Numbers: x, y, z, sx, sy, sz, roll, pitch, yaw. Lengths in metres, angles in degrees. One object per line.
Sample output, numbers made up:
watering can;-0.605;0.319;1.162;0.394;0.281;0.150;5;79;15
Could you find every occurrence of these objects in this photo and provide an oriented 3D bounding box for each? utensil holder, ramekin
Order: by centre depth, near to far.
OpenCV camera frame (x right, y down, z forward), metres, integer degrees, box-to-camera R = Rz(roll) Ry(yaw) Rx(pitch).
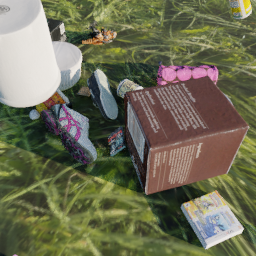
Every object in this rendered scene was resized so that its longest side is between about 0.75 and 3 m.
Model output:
utensil holder;-3.223;-2.250;7.970;2.224;2.617;2.224;2;57;-3
ramekin;-3.031;-2.476;11.504;2.370;1.104;2.370;0;47;0

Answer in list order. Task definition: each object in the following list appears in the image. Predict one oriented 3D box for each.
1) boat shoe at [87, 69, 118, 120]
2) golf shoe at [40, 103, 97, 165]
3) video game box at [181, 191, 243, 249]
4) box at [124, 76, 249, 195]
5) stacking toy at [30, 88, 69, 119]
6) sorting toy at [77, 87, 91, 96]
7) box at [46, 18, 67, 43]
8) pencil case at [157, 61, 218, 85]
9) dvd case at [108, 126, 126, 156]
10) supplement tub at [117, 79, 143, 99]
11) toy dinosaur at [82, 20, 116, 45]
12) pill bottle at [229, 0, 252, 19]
boat shoe;-1.008;-1.157;10.582;0.698;0.875;2.314;-33;51;25
golf shoe;-1.744;0.023;9.234;1.296;1.022;2.815;-30;54;-25
video game box;2.231;2.417;7.512;1.136;0.292;1.247;-16;49;-17
box;1.463;0.192;8.234;2.720;2.234;2.257;-12;48;-11
stacking toy;-2.977;-0.817;10.268;1.445;1.056;1.056;-45;59;-12
sorting toy;-1.569;-1.429;11.209;0.769;0.113;0.568;12;43;16
box;-3.955;-4.183;12.875;1.907;1.416;1.185;14;49;13
pencil case;2.346;-2.113;11.297;2.320;1.053;1.087;2;20;-1
dvd case;-0.380;0.433;9.225;0.632;0.095;0.865;-37;40;25
supplement tub;0.164;-1.346;10.704;1.011;0.733;0.733;33;55;28
toy dinosaur;-1.438;-4.513;13.658;1.767;0.903;1.199;-19;63;-45
pill bottle;2.949;-3.394;7.428;0.488;0.866;0.488;-21;43;20
